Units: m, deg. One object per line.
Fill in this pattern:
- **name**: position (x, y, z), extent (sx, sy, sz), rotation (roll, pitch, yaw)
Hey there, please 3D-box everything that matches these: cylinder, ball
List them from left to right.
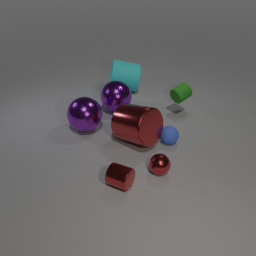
- **ball**: position (-1.721, -0.541, 11.137), extent (1.400, 1.400, 1.400), rotation (0, 32, 0)
- **ball**: position (-0.526, -1.409, 12.498), extent (1.400, 1.400, 1.400), rotation (0, 32, 0)
- **cylinder**: position (-0.235, 1.475, 8.553), extent (0.700, 0.700, 0.700), rotation (16, 35, 24)
- **cylinder**: position (-0.168, -2.670, 14.339), extent (1.400, 1.400, 1.400), rotation (8, 31, -9)
- **cylinder**: position (0.340, -0.136, 10.258), extent (1.400, 1.400, 1.400), rotation (13, 32, 43)
- **ball**: position (1.030, 1.173, 9.051), extent (0.700, 0.700, 0.700), rotation (0, 32, 0)
- **ball**: position (1.558, 0.265, 10.519), extent (0.700, 0.700, 0.700), rotation (0, 32, 0)
- **cylinder**: position (2.285, -1.511, 12.091), extent (0.700, 0.700, 0.700), rotation (-34, 43, -19)
